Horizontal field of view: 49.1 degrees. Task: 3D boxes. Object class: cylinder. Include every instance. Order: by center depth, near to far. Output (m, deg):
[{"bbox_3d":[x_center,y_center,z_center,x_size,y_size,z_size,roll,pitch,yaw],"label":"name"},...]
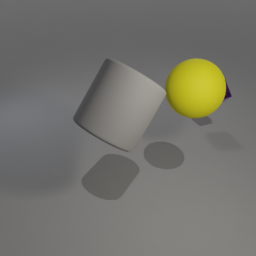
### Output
[{"bbox_3d":[-0.170,-0.448,5.662,1.400,1.400,1.400,30,4,-2],"label":"cylinder"}]

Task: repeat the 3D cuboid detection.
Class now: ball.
[{"bbox_3d":[1.583,-0.929,6.651,1.400,1.400,1.400,0,32,0],"label":"ball"}]

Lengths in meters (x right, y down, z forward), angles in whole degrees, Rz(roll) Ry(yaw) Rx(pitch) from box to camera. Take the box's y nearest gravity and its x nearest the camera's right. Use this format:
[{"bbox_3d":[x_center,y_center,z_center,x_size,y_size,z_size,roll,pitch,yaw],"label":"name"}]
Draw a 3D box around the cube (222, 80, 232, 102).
[{"bbox_3d":[3.245,-1.287,10.309,0.700,0.700,0.700,-18,-7,-7],"label":"cube"}]
